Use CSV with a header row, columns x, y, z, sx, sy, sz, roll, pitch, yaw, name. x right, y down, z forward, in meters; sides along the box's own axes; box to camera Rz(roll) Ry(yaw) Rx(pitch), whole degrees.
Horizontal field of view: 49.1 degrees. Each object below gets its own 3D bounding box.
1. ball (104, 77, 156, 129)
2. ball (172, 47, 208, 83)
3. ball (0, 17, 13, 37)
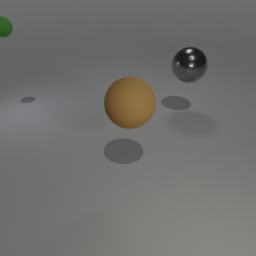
x,y,z,sx,sy,sz,roll,pitch,yaw,name
0.053,-0.673,7.545,1.400,1.400,1.400,0,30,0,ball
2.459,-2.520,11.204,1.400,1.400,1.400,0,30,0,ball
-4.508,-3.612,10.026,0.700,0.700,0.700,0,30,0,ball
